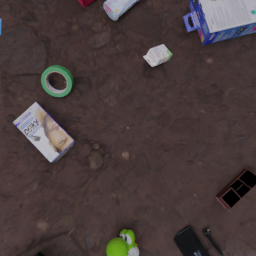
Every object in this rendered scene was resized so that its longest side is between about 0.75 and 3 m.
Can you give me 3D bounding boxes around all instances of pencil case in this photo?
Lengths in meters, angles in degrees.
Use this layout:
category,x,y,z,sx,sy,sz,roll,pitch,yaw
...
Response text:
category,x,y,z,sx,sy,sz,roll,pitch,yaw
pencil case,-0.062,-4.816,10.447,1.787,0.743,0.811,-41,75,-7

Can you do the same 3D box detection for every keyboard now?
category,x,y,z,sx,sy,sz,roll,pitch,yaw
keyboard,2.406,3.975,8.943,1.177,0.191,1.852,-33,81,0

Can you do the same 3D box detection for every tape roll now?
category,x,y,z,sx,sy,sz,roll,pitch,yaw
tape roll,-2.448,-1.618,9.723,1.080,0.260,1.080,2,118,5

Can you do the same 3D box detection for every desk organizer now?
category,x,y,z,sx,sy,sz,roll,pitch,yaw
desk organizer,3.602,1.971,9.152,1.466,0.564,0.526,-40,81,-8

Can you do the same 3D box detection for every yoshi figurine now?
category,x,y,z,sx,sy,sz,roll,pitch,yaw
yoshi figurine,-0.195,4.245,8.397,1.249,1.244,2.222,-5,75,6

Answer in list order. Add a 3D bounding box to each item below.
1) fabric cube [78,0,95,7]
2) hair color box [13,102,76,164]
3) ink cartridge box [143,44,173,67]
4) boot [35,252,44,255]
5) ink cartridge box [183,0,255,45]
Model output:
category,x,y,z,sx,sy,sz,roll,pitch,yaw
fabric cube,-1.401,-6.433,9.967,2.416,2.378,2.424,-34,81,-5
hair color box,-2.806,0.164,9.506,1.915,0.620,1.046,44,81,6
ink cartridge box,1.064,-2.588,9.983,0.958,0.323,0.561,-31,76,-36
boot,-2.856,5.480,8.178,2.388,1.078,2.914,-40,74,-10
ink cartridge box,3.413,-4.205,10.178,2.671,1.020,1.822,-14,79,-5
